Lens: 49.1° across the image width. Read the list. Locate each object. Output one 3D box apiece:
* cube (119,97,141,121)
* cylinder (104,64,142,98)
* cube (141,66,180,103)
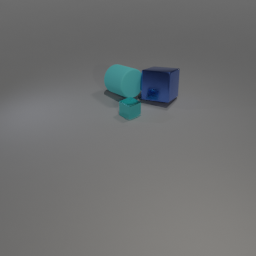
[{"bbox_3d":[0.089,-0.855,12.320,0.700,0.700,0.700,-25,39,-34],"label":"cube"},{"bbox_3d":[-0.207,-2.278,13.575,1.400,1.400,1.400,-23,32,-32],"label":"cylinder"},{"bbox_3d":[1.553,-2.112,13.383,1.400,1.400,1.400,10,23,26],"label":"cube"}]
